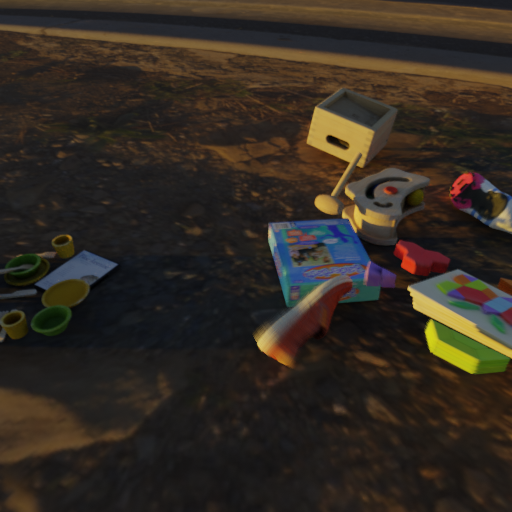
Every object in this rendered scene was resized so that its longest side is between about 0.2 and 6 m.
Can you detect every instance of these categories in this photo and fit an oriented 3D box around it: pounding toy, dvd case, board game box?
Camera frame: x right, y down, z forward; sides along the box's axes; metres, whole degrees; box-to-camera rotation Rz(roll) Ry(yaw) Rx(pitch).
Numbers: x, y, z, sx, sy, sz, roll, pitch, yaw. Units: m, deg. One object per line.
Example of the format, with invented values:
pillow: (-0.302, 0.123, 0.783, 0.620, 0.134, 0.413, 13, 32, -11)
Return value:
pounding toy: (2.448, -3.515, 15.476, 2.210, 1.571, 2.035, 28, 43, 18)
dvd case: (-3.430, 0.391, 10.808, 0.971, 0.119, 1.361, 19, 40, 24)
pounding toy: (2.720, -1.302, 11.961, 2.674, 1.534, 1.529, -24, 43, -30)
board game box: (1.248, 0.063, 10.914, 1.723, 0.510, 2.266, -3, 33, -6)

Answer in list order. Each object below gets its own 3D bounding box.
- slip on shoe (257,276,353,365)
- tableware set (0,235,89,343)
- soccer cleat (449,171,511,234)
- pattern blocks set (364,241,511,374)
slip on shoe: (0.932, 1.034, 9.186, 0.653, 0.790, 2.134, 45, 53, 13)
tableware set: (-3.949, 0.509, 10.224, 1.849, 0.421, 2.745, -6, 35, 2)
soccer cleat: (5.151, -1.096, 12.471, 1.100, 0.890, 2.548, 35, 18, -15)
pattern blocks set: (3.761, 0.919, 8.860, 4.244, 0.344, 3.730, 25, 26, 24)
